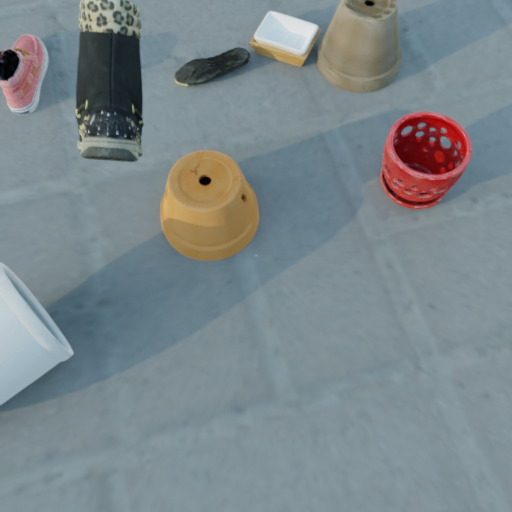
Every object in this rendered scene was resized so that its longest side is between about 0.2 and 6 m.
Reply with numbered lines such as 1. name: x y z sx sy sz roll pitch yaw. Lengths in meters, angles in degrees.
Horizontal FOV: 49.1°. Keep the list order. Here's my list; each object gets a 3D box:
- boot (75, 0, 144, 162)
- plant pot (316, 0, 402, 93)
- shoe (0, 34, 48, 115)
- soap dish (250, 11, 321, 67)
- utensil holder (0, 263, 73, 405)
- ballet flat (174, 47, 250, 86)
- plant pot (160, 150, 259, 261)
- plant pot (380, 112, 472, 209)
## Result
1. boot: -1.635 -1.926 6.339 0.768 2.128 1.607 1 104 -16
2. plant pot: 2.048 -4.233 10.677 1.682 1.460 1.682 0 64 0
3. shoe: -4.511 -3.734 10.724 0.706 0.899 1.976 -4 63 -2
4. soap dish: 0.595 -4.348 11.272 1.188 0.483 0.935 21 65 11
5. utensil holder: -3.871 1.329 7.790 1.958 1.664 1.664 -38 69 -14
6. ballet flat: -0.850 -3.676 11.058 1.569 0.446 0.521 -19 86 -3
7. plant pot: -0.791 -0.914 9.151 1.687 1.181 1.687 0 64 0
8. plant pot: 2.759 -1.516 9.420 1.351 1.231 1.351 0 63 0
